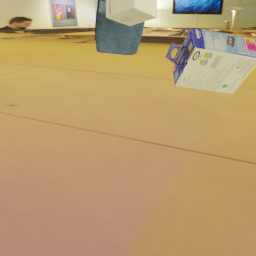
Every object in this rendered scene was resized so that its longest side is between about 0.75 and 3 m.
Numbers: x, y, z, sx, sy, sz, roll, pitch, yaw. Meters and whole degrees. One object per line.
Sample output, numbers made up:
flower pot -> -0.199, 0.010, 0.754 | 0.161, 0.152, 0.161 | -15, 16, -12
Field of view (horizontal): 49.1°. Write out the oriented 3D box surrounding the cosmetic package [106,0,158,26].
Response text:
cosmetic package -> 0.080, -2.438, 5.631 | 0.754, 0.463, 0.751 | 3, 4, 40

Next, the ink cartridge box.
ink cartridge box -> 2.163, -1.801, 7.620 | 2.182, 1.488, 0.833 | 5, 57, -11

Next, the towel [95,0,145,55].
towel -> -0.158, -3.147, 7.481 | 1.348, 2.414, 0.586 | 6, 44, -8
